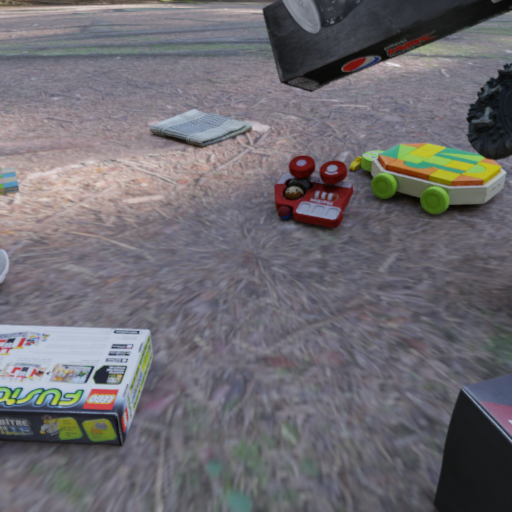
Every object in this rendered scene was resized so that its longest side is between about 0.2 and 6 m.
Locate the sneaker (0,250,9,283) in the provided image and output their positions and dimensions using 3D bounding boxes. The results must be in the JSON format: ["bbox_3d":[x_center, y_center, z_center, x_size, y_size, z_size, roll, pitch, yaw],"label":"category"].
[{"bbox_3d":[-4.232,0.301,7.023,0.843,0.925,2.256,24,37,36],"label":"sneaker"}]

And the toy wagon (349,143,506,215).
[{"bbox_3d":[3.148,-1.655,10.849,2.949,0.583,2.288,23,36,35],"label":"toy wagon"}]

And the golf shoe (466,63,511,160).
[{"bbox_3d":[3.818,-2.018,7.215,1.201,1.460,3.090,11,53,50],"label":"golf shoe"}]

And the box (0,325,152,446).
[{"bbox_3d":[-2.422,1.272,5.808,2.424,0.421,1.334,2,29,3],"label":"box"}]

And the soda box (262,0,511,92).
[{"bbox_3d":[2.112,-3.923,8.756,3.902,1.381,1.236,-13,2,32],"label":"soda box"}]

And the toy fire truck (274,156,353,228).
[{"bbox_3d":[0.936,-1.038,9.687,1.420,0.796,1.192,13,50,24],"label":"toy fire truck"}]

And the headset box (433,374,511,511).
[{"bbox_3d":[3.283,1.913,3.640,3.778,1.417,2.808,-10,31,-16],"label":"headset box"}]

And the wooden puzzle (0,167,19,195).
[{"bbox_3d":[-5.327,-1.416,10.862,1.301,0.154,2.193,-13,32,-21],"label":"wooden puzzle"}]

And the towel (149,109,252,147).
[{"bbox_3d":[-1.348,-3.218,13.894,1.838,0.330,1.909,22,35,33],"label":"towel"}]
